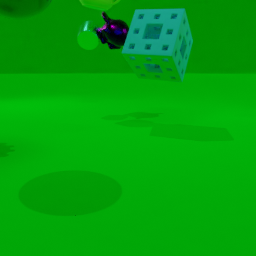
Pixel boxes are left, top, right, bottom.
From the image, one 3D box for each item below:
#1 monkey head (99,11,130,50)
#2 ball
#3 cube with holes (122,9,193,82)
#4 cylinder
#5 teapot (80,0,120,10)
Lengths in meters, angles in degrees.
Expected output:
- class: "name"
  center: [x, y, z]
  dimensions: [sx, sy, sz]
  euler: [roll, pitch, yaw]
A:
- class: "monkey head"
  center: [-0.418, -3.478, 9.934]
  dimensions: [1.741, 1.252, 1.049]
  euler: [27, -38, -35]
- class: "ball"
  center: [-1.695, -2.265, 4.136]
  dimensions: [1.247, 1.247, 1.247]
  euler: [0, 12, 0]
- class: "cube with holes"
  center: [0.810, -2.100, 7.236]
  dimensions: [1.279, 1.279, 1.279]
  euler: [10, -15, 25]
- class: "cylinder"
  center: [-1.293, -3.087, 9.328]
  dimensions: [0.702, 0.702, 0.702]
  euler: [0, 47, 2]
- class: "teapot"
  center: [-1.001, -4.102, 8.549]
  dimensions: [1.703, 0.834, 1.059]
  euler: [13, 17, 8]
